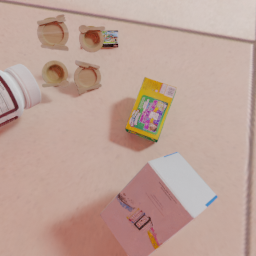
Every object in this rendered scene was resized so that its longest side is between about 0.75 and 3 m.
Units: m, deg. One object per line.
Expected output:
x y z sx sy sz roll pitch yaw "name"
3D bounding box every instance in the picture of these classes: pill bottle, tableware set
-3.529 -0.627 6.942 2.430 1.387 1.387 -34 68 -33 "pill bottle"
-1.600 -2.052 8.020 1.861 0.258 2.228 -4 107 -23 "tableware set"

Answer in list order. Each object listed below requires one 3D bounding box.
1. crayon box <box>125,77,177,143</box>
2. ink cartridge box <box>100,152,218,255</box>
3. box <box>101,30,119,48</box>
0.644 -0.510 7.827 0.948 0.465 1.597 20 83 9 "crayon box"
0.638 1.687 6.059 1.347 1.863 1.371 50 30 20 "ink cartridge box"
-0.864 -2.982 9.390 1.084 0.188 0.596 -2 64 -1 "box"
